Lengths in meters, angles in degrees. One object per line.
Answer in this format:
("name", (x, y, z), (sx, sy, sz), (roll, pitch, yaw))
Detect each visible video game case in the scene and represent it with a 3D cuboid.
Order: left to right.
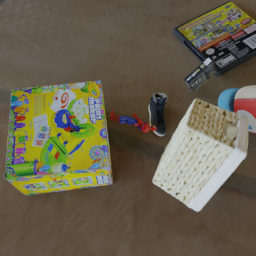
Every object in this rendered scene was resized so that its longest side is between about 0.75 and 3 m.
("video game case", (3.414, -3.253, 9.947), (2.706, 0.345, 2.445), (-30, 65, -14))

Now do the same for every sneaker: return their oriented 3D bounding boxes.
("sneaker", (0.911, -0.450, 8.152), (0.465, 0.883, 1.222), (-5, 62, -14))

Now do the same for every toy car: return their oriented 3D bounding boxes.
("toy car", (3.858, 0.325, 7.197), (2.428, 2.530, 2.745), (2, 93, -18))

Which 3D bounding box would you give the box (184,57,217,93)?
("box", (2.233, -1.610, 8.572), (0.983, 0.792, 0.241), (-43, 62, 10))

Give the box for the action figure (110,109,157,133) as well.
("action figure", (0.167, -0.186, 8.063), (1.380, 0.451, 0.357), (22, 63, 7))

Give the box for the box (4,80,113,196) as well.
("box", (-1.718, 0.255, 7.416), (2.383, 1.510, 2.475), (-6, 62, -4))

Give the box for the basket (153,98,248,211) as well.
("basket", (1.632, 0.611, 6.597), (1.349, 2.187, 1.482), (26, 40, 5))
